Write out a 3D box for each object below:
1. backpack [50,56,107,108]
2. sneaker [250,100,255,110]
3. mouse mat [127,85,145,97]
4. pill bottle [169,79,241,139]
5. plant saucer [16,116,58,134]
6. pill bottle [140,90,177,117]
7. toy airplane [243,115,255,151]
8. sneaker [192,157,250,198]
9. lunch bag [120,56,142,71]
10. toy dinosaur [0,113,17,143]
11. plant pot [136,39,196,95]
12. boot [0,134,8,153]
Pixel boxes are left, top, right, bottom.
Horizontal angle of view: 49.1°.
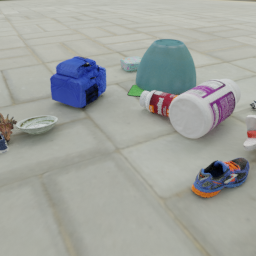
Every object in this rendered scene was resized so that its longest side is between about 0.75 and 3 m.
[{"bbox_3d":[-1.865,-2.023,11.695,1.787,1.846,2.199,23,34,21],"label":"backpack"},{"bbox_3d":[5.127,-0.816,11.039,0.640,0.392,0.983,12,33,22],"label":"sneaker"},{"bbox_3d":[0.852,-1.675,12.785,1.579,0.059,1.271,8,32,11],"label":"mouse mat"},{"bbox_3d":[2.847,-0.829,9.949,1.562,1.562,2.783,27,40,37],"label":"pill bottle"},{"bbox_3d":[-3.118,-0.070,9.702,1.405,0.353,1.405,-4,20,2],"label":"plant saucer"},{"bbox_3d":[1.261,-0.958,10.820,1.530,0.865,0.865,17,35,28],"label":"pill bottle"},{"bbox_3d":[4.839,0.069,7.948,2.943,2.086,2.956,-5,32,-7],"label":"toy airplane"},{"bbox_3d":[2.550,1.181,7.394,1.915,0.751,0.721,-20,37,-29],"label":"sneaker"},{"bbox_3d":[0.279,-3.486,15.314,1.344,0.518,1.078,-12,36,-19],"label":"lunch bag"},{"bbox_3d":[-4.419,-0.343,9.366,0.766,1.785,1.210,-51,11,-16],"label":"toy dinosaur"},{"bbox_3d":[1.843,-3.044,13.163,2.925,1.970,2.925,1,30,0],"label":"plant pot"},{"bbox_3d":[-4.162,0.343,9.019,0.399,0.496,1.098,-24,39,-34],"label":"boot"}]
